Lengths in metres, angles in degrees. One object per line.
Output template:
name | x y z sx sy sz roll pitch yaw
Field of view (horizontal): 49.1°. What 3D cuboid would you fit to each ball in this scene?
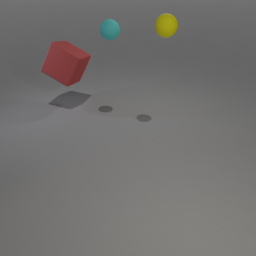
ball | 1.163 -3.138 8.591 0.700 0.700 0.700 0 28 0
ball | -0.646 -3.412 9.735 0.700 0.700 0.700 0 28 0

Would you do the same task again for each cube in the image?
cube | -2.718 -2.871 12.375 1.400 1.400 1.400 31 23 1
